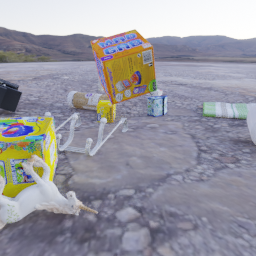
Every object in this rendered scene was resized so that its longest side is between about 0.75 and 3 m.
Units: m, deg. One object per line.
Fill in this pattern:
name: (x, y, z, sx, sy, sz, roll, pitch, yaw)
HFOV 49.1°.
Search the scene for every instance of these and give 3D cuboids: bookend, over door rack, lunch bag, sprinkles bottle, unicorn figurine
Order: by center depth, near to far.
unicorn figurine: (-1.664, 1.187, 4.984, 1.883, 1.293, 0.695, -22, 10, -6)
over door rack: (-1.509, -0.064, 9.112, 2.160, 0.974, 2.924, 7, 18, 19)
bookend: (-5.634, -1.492, 11.899, 2.617, 1.213, 2.634, 20, 3, -43)
lunch bag: (1.358, -0.976, 12.308, 0.970, 0.825, 0.618, -14, 22, -38)
sprinkles bottle: (-1.725, -1.255, 13.266, 2.346, 0.800, 0.800, 8, 19, 24)

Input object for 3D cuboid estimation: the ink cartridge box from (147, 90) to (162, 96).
ink cartridge box: (1.601, -2.136, 16.946, 0.797, 0.330, 0.585, 10, 20, 30)

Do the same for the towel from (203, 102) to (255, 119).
towel: (4.782, -0.845, 12.587, 2.734, 0.420, 2.040, 4, 17, 14)

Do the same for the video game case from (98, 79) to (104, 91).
video game case: (-0.843, -2.698, 11.988, 0.210, 1.798, 1.634, 15, 34, 14)

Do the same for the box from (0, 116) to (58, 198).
box: (-2.747, 0.636, 6.230, 2.054, 1.301, 2.132, -4, 17, -8)

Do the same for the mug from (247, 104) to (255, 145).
mug: (4.469, -0.011, 8.423, 1.727, 1.383, 1.418, 1, 24, 26)

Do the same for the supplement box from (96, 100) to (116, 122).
supplement box: (-0.892, -0.722, 11.700, 0.691, 0.687, 1.262, 1, 17, 2)

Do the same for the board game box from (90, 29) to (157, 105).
board game box: (-0.139, -2.094, 9.481, 1.651, 1.652, 1.651, -19, 42, -9)
